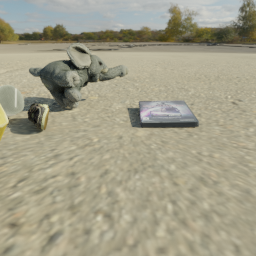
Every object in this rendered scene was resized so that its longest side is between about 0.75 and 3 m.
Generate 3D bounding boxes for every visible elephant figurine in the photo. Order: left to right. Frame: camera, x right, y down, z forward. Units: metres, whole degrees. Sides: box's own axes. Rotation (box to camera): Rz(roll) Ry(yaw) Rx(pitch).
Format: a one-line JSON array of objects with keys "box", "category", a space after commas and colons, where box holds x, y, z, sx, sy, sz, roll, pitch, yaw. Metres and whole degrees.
[{"box": [-1.573, -1.944, 9.569, 1.760, 1.930, 2.488, 4, 45, 46], "category": "elephant figurine"}]

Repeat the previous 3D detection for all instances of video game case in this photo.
[{"box": [1.105, -0.461, 8.307, 1.518, 0.202, 2.125, -1, 21, 0], "category": "video game case"}]

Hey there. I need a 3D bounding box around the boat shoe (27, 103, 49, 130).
[{"box": [-2.362, -0.326, 7.313, 0.517, 0.584, 1.595, 11, 7, -20], "category": "boat shoe"}]

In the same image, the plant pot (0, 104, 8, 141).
[{"box": [-2.731, 0.065, 3.452, 1.693, 1.743, 1.704, -18, 61, -41], "category": "plant pot"}]

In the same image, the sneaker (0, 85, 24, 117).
[{"box": [-3.988, -0.365, 7.037, 1.185, 1.040, 2.958, -16, 6, 22], "category": "sneaker"}]
